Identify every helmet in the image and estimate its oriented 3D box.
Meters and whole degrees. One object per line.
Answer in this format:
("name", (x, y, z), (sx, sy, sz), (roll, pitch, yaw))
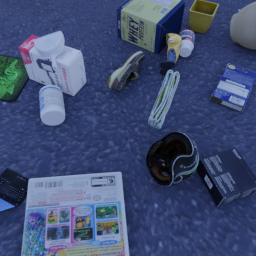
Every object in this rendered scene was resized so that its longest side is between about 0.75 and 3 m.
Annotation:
("helmet", (1.482, 0.959, 8.868), (1.510, 1.584, 1.584), (-28, 57, -33))

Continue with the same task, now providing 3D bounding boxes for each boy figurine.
("boy figurine", (1.912, -3.445, 12.376), (0.757, 1.460, 2.349), (5, 57, 13))

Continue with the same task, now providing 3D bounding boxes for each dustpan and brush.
("dustpan and brush", (-2.886, -2.846, 10.543), (1.182, 0.485, 1.694), (-18, 53, 1))

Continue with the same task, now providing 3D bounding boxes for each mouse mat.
("mouse mat", (-5.428, -2.271, 12.405), (2.158, 0.101, 2.682), (10, 55, 7))

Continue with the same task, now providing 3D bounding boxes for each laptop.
("laptop", (-3.947, 1.926, 8.897), (1.257, 0.733, 1.419), (22, 57, 15))

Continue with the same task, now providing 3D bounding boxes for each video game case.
("video game case", (-1.565, 2.716, 8.414), (2.985, 0.354, 2.717), (-4, 58, -5))

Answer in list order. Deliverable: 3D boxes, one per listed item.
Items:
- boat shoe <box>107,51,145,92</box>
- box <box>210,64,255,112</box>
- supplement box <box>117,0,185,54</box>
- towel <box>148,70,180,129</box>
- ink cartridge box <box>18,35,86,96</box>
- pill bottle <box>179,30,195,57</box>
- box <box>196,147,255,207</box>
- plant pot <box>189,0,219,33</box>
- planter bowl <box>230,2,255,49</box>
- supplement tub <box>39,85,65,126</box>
("boat shoe", (0.080, -2.384, 12.075), (0.807, 0.911, 2.490), (36, 62, 8))
("box", (4.504, -1.751, 11.830), (1.365, 0.365, 2.253), (25, 59, 17))
("supplement box", (1.097, -5.269, 13.656), (2.384, 1.602, 2.386), (29, 59, 20))
("towel", (1.202, -0.874, 9.363), (0.499, 2.072, 1.774), (22, 88, 5))
("ink cartridge box", (-3.056, -2.565, 11.584), (2.377, 1.721, 1.002), (22, 57, 15))
("pill bottle", (2.744, -3.977, 13.249), (0.747, 0.747, 1.249), (9, 54, 6))
("box", (3.214, 1.579, 9.119), (1.350, 0.772, 1.482), (-16, 55, -11))
("plant pot", (3.710, -5.514, 14.089), (1.180, 1.215, 1.188), (20, 55, 14))
("planter bowl", (5.755, -4.765, 13.177), (1.490, 2.213, 2.213), (8, 48, 41))
("supplement tub", (-2.950, -0.899, 10.869), (0.920, 0.920, 1.394), (-11, 53, -8))
